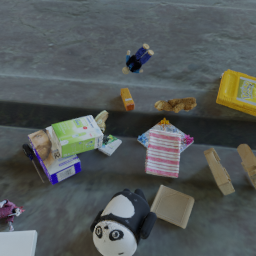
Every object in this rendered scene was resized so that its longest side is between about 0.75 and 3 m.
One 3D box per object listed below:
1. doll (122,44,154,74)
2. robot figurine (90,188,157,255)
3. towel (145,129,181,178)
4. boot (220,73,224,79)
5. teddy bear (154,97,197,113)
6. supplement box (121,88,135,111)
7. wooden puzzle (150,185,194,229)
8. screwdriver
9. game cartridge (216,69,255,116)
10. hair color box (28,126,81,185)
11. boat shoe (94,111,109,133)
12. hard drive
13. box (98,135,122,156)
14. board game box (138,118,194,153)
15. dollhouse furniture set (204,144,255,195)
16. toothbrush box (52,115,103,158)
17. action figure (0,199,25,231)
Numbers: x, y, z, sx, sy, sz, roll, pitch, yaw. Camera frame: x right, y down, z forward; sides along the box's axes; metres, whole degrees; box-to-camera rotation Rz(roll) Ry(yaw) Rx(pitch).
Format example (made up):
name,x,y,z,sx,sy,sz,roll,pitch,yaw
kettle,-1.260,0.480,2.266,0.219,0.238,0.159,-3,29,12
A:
name,x,y,z,sx,sy,sz,roll,pitch,yaw
doll,0.345,-2.994,12.442,1.150,1.686,0.409,51,37,0
robot figurine,-0.131,2.613,7.848,1.292,1.555,2.070,36,41,0
towel,1.248,0.868,9.792,1.180,0.241,1.613,9,72,-2
boot,4.482,-2.297,13.093,0.392,0.301,0.819,16,44,26
teddy bear,1.915,-0.900,11.445,1.704,0.569,1.235,-9,12,-22
supplement box,-0.032,-1.252,12.068,0.376,0.364,1.093,-13,50,-11
wooden puzzle,1.400,2.475,8.864,1.184,0.221,1.096,22,51,13
screwdriver,-3.360,1.256,9.908,0.283,0.271,1.943,-41,55,6
game cartridge,5.198,-1.493,12.063,2.461,0.399,2.169,20,52,7
hair color box,-2.623,0.884,9.945,1.113,0.660,2.037,-25,51,-25
boat shoe,-1.148,0.004,10.853,0.522,0.582,1.571,26,63,17
hard drive,-3.999,3.780,7.565,2.749,0.361,1.813,-2,48,-2
box,-0.680,0.640,10.526,0.556,0.140,0.771,26,52,21
board game box,1.436,0.419,10.683,1.565,0.202,1.565,-34,57,-27
dollhouse furniture set,3.758,1.075,9.054,2.082,1.913,1.355,-27,49,16
toothbrush box,-1.771,0.269,9.773,1.497,0.644,1.090,-14,49,-26
action figure,-3.862,2.609,8.580,1.349,0.904,1.005,-4,4,-19
